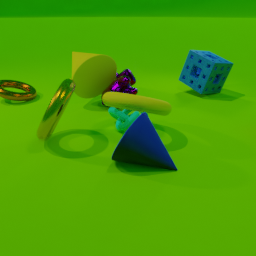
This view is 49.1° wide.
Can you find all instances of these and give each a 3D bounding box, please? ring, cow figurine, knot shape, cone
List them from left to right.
[{"bbox_3d":[-3.812,-1.280,9.450,1.426,0.285,1.426,15,23,-6],"label":"ring"},{"bbox_3d":[-1.608,-0.411,6.299,0.306,1.532,1.532,27,20,-12],"label":"ring"},{"bbox_3d":[-1.443,-2.066,9.097,1.589,1.589,1.595,-17,51,-33],"label":"cone"},{"bbox_3d":[-0.312,-1.254,8.939,1.528,0.839,1.504,-43,24,-14],"label":"cow figurine"},{"bbox_3d":[0.075,-0.299,7.333,1.006,0.497,1.075,-11,25,-25],"label":"knot shape"},{"bbox_3d":[0.211,-0.564,6.602,1.648,0.330,1.648,10,3,-1],"label":"ring"},{"bbox_3d":[0.484,0.487,5.471,1.161,1.157,1.157,35,33,10],"label":"cone"}]

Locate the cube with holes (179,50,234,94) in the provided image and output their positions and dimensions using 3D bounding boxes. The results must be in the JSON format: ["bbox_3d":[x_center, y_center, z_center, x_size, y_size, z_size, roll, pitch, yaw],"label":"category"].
[{"bbox_3d":[2.739,-1.985,9.919,1.133,1.133,1.133,-9,39,-39],"label":"cube with holes"}]
